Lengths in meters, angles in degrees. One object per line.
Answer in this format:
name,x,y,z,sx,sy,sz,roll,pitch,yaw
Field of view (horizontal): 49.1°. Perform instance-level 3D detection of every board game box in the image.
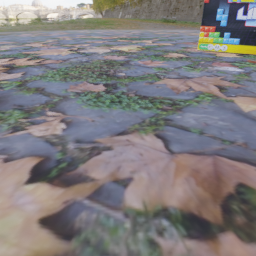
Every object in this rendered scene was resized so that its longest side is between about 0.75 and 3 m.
board game box,3.290,-2.980,6.827,2.826,2.336,0.801,9,22,16
